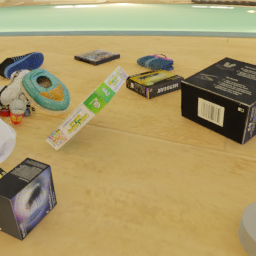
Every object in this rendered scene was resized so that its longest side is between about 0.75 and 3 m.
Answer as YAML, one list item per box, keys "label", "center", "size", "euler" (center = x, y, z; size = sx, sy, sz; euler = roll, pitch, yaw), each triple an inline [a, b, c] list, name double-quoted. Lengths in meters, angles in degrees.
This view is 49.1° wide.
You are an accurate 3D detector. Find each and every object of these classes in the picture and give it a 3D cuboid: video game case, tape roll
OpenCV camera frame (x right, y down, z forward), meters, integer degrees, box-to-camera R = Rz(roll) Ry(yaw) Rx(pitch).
- label: "video game case"
  center: [-1.953, -4.546, 17.878]
  size: [1.988, 0.281, 2.200]
  euler: [24, 38, 34]
- label: "tape roll"
  center: [3.191, 2.278, 5.987]
  size: [1.522, 0.503, 1.522]
  euler: [1, 30, 0]

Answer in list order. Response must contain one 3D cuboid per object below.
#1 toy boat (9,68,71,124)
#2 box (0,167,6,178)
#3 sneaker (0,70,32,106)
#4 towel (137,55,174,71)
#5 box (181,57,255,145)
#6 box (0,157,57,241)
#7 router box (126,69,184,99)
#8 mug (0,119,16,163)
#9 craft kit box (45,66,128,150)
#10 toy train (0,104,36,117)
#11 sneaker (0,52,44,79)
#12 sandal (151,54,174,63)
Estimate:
- label: "toy boat"
  center: [-3.450, -1.179, 10.788]
  size: [2.227, 1.231, 2.649]
  euler: [41, 53, 1]
- label: "box"
  center: [-3.899, 1.972, 6.316]
  size: [1.058, 0.705, 2.812]
  euler: [24, 37, 34]
- label: "sneaker"
  center: [-4.574, -1.746, 12.407]
  size: [1.522, 0.995, 2.648]
  euler: [7, 37, 11]
- label: "towel"
  center: [1.580, -3.809, 16.385]
  size: [1.189, 0.517, 2.129]
  euler: [-25, 39, -35]
- label: "box"
  center: [3.939, -1.163, 10.414]
  size: [2.837, 1.666, 2.790]
  euler: [-30, 41, -27]
- label: "box"
  center: [-2.360, 1.596, 6.402]
  size: [0.782, 1.269, 1.259]
  euler: [14, 34, 23]
- label: "router box"
  center: [1.294, -2.197, 13.540]
  size: [2.238, 0.584, 1.759]
  euler: [-21, 36, -31]
- label: "mug"
  center: [-4.341, 0.181, 8.619]
  size: [1.820, 1.533, 2.076]
  euler: [31, 16, 5]
- label: "craft kit box"
  center: [-1.296, -0.736, 9.387]
  size: [0.633, 2.577, 2.610]
  euler: [42, 30, -9]
- label: "toy train"
  center: [-4.876, -0.693, 11.180]
  size: [2.317, 0.395, 0.531]
  euler: [0, 36, 2]
- label: "sneaker"
  center: [-6.011, -3.627, 15.551]
  size: [1.156, 1.041, 2.969]
  euler: [21, 37, 19]
- label: "sandal"
  center: [2.040, -4.409, 17.452]
  size: [1.913, 0.470, 0.778]
  euler: [21, 36, 32]
